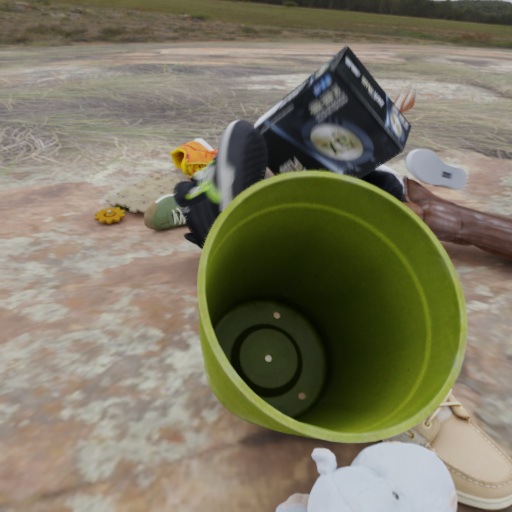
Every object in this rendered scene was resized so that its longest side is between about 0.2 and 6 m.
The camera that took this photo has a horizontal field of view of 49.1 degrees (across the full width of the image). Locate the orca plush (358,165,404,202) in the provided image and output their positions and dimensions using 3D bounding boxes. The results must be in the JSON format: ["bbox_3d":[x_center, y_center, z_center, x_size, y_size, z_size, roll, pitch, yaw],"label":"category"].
[{"bbox_3d":[1.446,-1.491,12.619,1.554,2.300,4.371,-42,39,-7],"label":"orca plush"}]

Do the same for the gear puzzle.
[{"bbox_3d":[-2.745,-1.289,13.557,1.433,0.362,2.766,17,34,26],"label":"gear puzzle"}]

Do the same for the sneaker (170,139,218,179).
[{"bbox_3d":[-1.288,-2.367,15.138,1.179,1.116,3.057,-33,32,-23],"label":"sneaker"}]

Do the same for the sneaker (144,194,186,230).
[{"bbox_3d":[-1.524,-1.059,12.610,0.912,0.681,2.031,11,25,31],"label":"sneaker"}]

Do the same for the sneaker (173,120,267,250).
[{"bbox_3d":[-0.777,-0.922,9.539,1.502,3.628,1.301,20,60,6],"label":"sneaker"}]

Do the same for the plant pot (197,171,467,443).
[{"bbox_3d":[0.466,0.860,6.302,2.656,2.557,2.656,6,64,-13],"label":"plant pot"}]

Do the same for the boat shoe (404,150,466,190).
[{"bbox_3d":[3.797,-1.819,12.158,1.940,0.666,0.549,13,2,-36],"label":"boat shoe"}]

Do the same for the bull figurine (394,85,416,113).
[{"bbox_3d":[3.157,-3.307,12.040,0.312,0.582,0.958,27,38,24],"label":"bull figurine"}]

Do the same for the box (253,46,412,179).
[{"bbox_3d":[1.287,-2.272,10.382,2.358,1.931,1.015,-30,21,40],"label":"box"}]

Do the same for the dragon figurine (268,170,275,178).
[{"bbox_3d":[1.017,-2.686,15.647,3.035,0.893,1.509,9,28,15],"label":"dragon figurine"}]

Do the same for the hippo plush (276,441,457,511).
[{"bbox_3d":[0.752,2.303,4.784,2.141,1.722,1.705,-14,30,-25],"label":"hippo plush"}]

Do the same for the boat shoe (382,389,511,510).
[{"bbox_3d":[1.908,1.848,6.614,0.950,0.892,2.578,-18,32,-32],"label":"boat shoe"}]

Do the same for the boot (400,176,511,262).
[{"bbox_3d":[4.506,-0.688,11.532,3.205,1.029,2.987,11,27,7],"label":"boot"}]
